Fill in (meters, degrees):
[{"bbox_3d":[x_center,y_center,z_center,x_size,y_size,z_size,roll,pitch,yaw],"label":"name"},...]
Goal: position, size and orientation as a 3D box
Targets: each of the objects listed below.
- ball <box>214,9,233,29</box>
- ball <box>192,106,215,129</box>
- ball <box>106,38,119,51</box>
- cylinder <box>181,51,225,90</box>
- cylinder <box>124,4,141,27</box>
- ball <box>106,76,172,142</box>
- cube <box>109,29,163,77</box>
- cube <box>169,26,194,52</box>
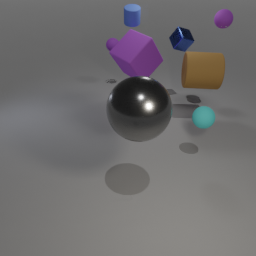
[{"bbox_3d":[3.669,-4.186,10.744,0.700,0.700,0.700,0,29,0],"label":"ball"},{"bbox_3d":[2.355,-0.328,8.722,0.700,0.700,0.700,0,29,0],"label":"ball"},{"bbox_3d":[-0.785,-4.290,14.458,0.700,0.700,0.700,0,29,0],"label":"ball"},{"bbox_3d":[2.896,-2.244,10.969,1.400,1.400,1.400,3,29,2],"label":"cylinder"},{"bbox_3d":[0.175,-4.766,11.873,0.700,0.700,0.700,0,47,0],"label":"cylinder"},{"bbox_3d":[0.237,-0.403,5.963,1.400,1.400,1.400,0,29,0],"label":"ball"},{"bbox_3d":[0.365,-3.025,11.837,1.400,1.400,1.400,-49,51,-4],"label":"cube"},{"bbox_3d":[2.360,-3.901,12.330,0.700,0.700,0.700,2,60,-32],"label":"cube"}]
